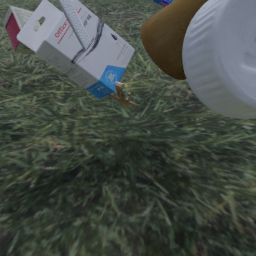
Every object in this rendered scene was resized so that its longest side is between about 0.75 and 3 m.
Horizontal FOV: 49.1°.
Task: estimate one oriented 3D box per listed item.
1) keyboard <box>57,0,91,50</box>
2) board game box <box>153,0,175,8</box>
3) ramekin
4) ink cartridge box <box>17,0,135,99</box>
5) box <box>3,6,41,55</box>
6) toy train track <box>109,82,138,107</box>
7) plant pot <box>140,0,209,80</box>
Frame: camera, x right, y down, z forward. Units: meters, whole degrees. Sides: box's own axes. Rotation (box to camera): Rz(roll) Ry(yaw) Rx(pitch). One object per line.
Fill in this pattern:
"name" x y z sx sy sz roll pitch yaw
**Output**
"keyboard" -0.992 -2.011 4.819 0.071 1.323 0.372 -8 39 28
"board game box" 1.181 -3.666 7.492 0.740 0.973 0.219 24 -10 -11
"ramekin" 2.264 -1.352 4.743 2.443 2.443 1.191 -3 4 -4
"ink cartridge box" -1.076 -1.825 6.158 0.744 2.232 1.293 -12 49 57
"box" -2.902 -2.716 7.870 0.739 0.630 1.156 -4 59 -47
"toy train track" -0.102 -0.779 6.280 0.743 1.295 0.211 21 80 11
"plant pot" 1.512 -2.323 6.312 1.735 1.862 1.735 21 53 -30
